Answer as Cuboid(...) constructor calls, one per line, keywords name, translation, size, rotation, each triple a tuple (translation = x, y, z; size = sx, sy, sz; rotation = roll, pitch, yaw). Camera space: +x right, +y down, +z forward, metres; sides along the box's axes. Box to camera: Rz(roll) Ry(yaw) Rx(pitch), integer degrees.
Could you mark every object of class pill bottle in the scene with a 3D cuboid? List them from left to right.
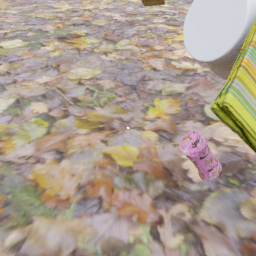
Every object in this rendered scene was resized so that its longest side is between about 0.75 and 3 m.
Cuboid(name="pill bottle", translation=(2.094, -1.302, 4.281), size=(2.464, 1.392, 1.392), rotation=(3, 29, -34))

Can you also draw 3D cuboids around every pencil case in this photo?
Cuboid(name="pencil case", translation=(1.219, 0.486, 4.652), size=(0.445, 1.074, 0.465), rotation=(-46, 43, -6))

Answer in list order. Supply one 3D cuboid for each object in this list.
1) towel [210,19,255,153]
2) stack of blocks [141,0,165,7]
Cuboid(name="towel", translation=(1.793, -0.900, 3.154), size=(0.244, 1.163, 2.704), rotation=(-11, 43, 57))
Cuboid(name="stack of blocks", translation=(0.716, -4.646, 8.464), size=(0.753, 1.481, 2.572), rotation=(-2, 16, 8))
